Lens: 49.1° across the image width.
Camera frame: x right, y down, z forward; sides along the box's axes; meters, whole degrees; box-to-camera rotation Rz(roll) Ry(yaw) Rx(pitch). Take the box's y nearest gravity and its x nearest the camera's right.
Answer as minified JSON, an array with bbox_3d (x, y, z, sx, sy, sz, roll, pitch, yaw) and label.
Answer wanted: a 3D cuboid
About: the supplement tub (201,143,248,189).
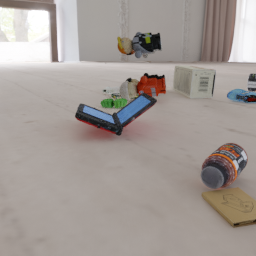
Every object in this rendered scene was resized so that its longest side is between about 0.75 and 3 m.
[{"bbox_3d":[1.518,0.611,4.459,0.535,0.535,1.001,11,21,34],"label":"supplement tub"}]

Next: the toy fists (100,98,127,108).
[{"bbox_3d":[-0.515,-0.909,10.240,0.988,0.340,0.504,3,9,14],"label":"toy fists"}]

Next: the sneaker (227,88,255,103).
[{"bbox_3d":[4.634,-1.267,11.165,1.315,0.515,0.591,6,20,21],"label":"sneaker"}]

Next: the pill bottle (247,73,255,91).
[{"bbox_3d":[6.782,-2.205,13.711,1.641,0.872,0.872,11,19,34],"label":"pill bottle"}]

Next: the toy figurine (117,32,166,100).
[{"bbox_3d":[0.540,-2.615,11.867,1.929,2.729,2.772,-6,16,9],"label":"toy figurine"}]

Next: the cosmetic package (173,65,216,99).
[{"bbox_3d":[2.987,-2.182,12.945,1.085,1.286,2.487,-1,18,-9],"label":"cosmetic package"}]

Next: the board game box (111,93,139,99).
[{"bbox_3d":[0.063,-1.430,12.334,1.459,0.171,0.764,-5,15,-18],"label":"board game box"}]

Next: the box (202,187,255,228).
[{"bbox_3d":[1.492,1.062,3.850,0.643,0.084,0.786,-4,16,-14],"label":"box"}]

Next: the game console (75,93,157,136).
[{"bbox_3d":[-0.378,-0.620,7.358,1.684,1.160,1.954,21,9,-10],"label":"game console"}]

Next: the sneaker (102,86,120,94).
[{"bbox_3d":[-0.767,-1.726,13.095,1.059,0.372,0.424,5,23,39],"label":"sneaker"}]
